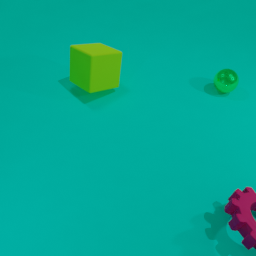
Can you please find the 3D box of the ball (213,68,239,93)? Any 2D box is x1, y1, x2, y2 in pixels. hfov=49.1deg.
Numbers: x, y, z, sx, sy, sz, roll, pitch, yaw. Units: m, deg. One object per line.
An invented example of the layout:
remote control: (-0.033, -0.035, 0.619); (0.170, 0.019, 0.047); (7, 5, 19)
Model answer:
ball: (3.430, -1.652, 9.807); (0.848, 0.848, 0.848); (0, 45, 0)

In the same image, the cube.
cube: (-1.129, -2.098, 9.627); (1.282, 1.282, 1.282); (-19, 38, -39)

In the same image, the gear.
gear: (2.951, 2.050, 6.005); (1.727, 0.319, 1.727); (16, 34, -11)
